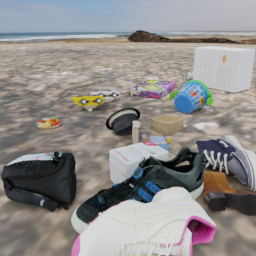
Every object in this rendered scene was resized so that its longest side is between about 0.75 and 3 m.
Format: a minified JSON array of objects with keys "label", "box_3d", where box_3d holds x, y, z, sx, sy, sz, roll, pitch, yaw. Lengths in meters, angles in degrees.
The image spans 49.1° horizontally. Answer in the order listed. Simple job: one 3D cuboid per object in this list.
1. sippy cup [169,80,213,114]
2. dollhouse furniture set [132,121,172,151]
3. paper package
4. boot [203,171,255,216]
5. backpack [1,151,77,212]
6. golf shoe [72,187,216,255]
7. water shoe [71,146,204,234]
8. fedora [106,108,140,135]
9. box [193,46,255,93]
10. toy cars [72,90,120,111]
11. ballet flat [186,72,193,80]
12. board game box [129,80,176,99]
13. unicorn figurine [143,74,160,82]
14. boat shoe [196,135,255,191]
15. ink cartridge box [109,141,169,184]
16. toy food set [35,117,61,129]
[{"label":"sippy cup","box_3d":[2.289,-1.085,10.369,1.073,1.149,1.464,-35,2,-41]},{"label":"dollhouse furniture set","box_3d":[0.631,0.137,7.573,1.007,0.657,0.951,0,21,-1]},{"label":"paper package","box_3d":[1.201,-0.115,8.617,0.753,0.390,0.718,-18,27,-38]},{"label":"boot","box_3d":[1.956,1.196,5.374,1.157,0.421,1.229,-6,13,6]},{"label":"backpack","box_3d":[-1.620,0.938,5.185,1.277,1.065,0.808,-1,0,6]},{"label":"golf shoe","box_3d":[0.312,1.477,3.898,2.142,0.807,0.980,-14,28,-30]},{"label":"water shoe","box_3d":[0.221,0.965,4.848,2.602,1.027,0.930,-13,24,-31]},{"label":"fedora","box_3d":[-0.086,-0.115,8.226,1.095,1.095,0.500,-9,55,-22]},{"label":"box","box_3d":[4.696,-2.990,13.987,1.362,1.950,2.562,-15,25,-34]},{"label":"toy cars","box_3d":[-1.202,-1.088,11.055,1.097,0.542,2.448,10,19,22]},{"label":"ballet flat","box_3d":[3.630,-3.040,16.356,0.464,0.464,1.337,4,18,9]},{"label":"board game box","box_3d":[1.233,-1.897,13.419,1.508,0.406,2.513,5,21,25]},{"label":"unicorn figurine","box_3d":[1.260,-2.669,15.473,0.757,0.407,1.102,15,38,10]},{"label":"boat shoe","box_3d":[2.061,0.748,6.024,0.960,0.773,2.071,-7,14,4]},{"label":"ink cartridge box","box_3d":[0.210,0.790,5.732,1.008,0.729,0.733,-11,23,-27]},{"label":"toy food set","box_3d":[-2.565,-0.158,9.011,0.779,0.189,0.771,-16,26,-35]}]
